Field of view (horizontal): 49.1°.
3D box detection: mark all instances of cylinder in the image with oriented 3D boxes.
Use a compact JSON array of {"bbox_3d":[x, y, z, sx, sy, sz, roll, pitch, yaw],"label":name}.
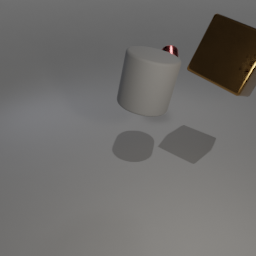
[{"bbox_3d":[1.692,-2.848,11.341,0.700,0.700,0.700,2,61,3],"label":"cylinder"},{"bbox_3d":[0.511,-1.221,7.226,1.400,1.400,1.400,10,29,-6],"label":"cylinder"}]

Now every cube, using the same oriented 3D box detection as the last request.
[{"bbox_3d":[2.547,-1.694,6.780,1.400,1.400,1.400,35,22,25],"label":"cube"}]
